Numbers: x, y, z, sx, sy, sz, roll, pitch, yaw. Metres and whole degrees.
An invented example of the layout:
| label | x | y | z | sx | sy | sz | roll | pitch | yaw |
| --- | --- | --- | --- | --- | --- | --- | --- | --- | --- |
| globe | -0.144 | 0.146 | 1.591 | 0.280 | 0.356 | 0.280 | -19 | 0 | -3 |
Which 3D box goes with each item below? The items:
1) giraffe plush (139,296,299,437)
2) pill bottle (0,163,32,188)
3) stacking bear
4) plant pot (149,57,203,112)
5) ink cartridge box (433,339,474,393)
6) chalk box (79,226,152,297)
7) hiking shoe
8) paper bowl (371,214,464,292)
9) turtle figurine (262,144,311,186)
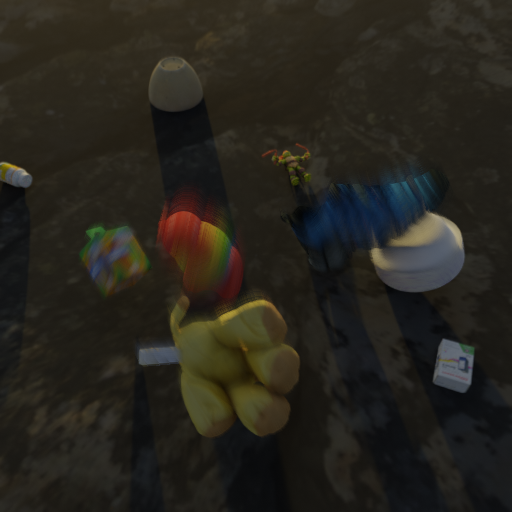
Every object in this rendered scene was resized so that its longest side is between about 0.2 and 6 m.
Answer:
| label | x | y | z | sx | sy | sz | roll | pitch | yaw |
| --- | --- | --- | --- | --- | --- | --- | --- | --- | --- |
| giraffe plush | -0.310 | 1.580 | 8.207 | 2.208 | 1.791 | 1.905 | 10 | 83 | 20 |
| pill bottle | -5.252 | -1.733 | 12.159 | 0.717 | 0.404 | 0.404 | 21 | 53 | 18 |
| stacking bear | -0.948 | -0.107 | 9.090 | 1.073 | 1.766 | 1.004 | 8 | 70 | 21 |
| plant pot | -2.066 | -4.412 | 14.064 | 1.378 | 0.925 | 1.378 | 0 | 50 | 0 |
| ink cartridge box | 3.265 | 1.814 | 9.250 | 0.535 | 0.322 | 0.736 | 16 | 53 | 12 |
| chalk box | -2.571 | -0.025 | 9.990 | 0.743 | 0.738 | 1.191 | -25 | 81 | -52 |
| hiking shoe | 1.819 | -0.783 | 9.711 | 1.290 | 2.976 | 1.107 | 50 | 36 | -15 |
| paper bowl | 2.921 | -0.181 | 10.251 | 1.619 | 0.842 | 1.619 | -16 | 38 | 13 |
| turtle figurine | 0.751 | -1.992 | 12.387 | 1.170 | 0.377 | 0.944 | -11 | 59 | -25 |
